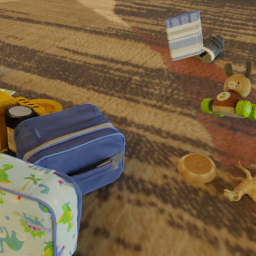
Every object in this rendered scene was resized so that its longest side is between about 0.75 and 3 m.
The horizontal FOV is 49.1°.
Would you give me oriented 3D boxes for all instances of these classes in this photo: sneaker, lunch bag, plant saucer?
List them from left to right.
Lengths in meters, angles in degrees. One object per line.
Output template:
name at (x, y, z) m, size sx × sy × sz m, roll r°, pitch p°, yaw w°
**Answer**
lunch bag at (-2.221, 1.632, 5.305) m, size 2.622 × 2.107 × 1.081 m, roll 12°, pitch 25°, yaw 16°
lunch bag at (-1.230, 0.667, 6.700) m, size 2.548 × 1.731 × 1.686 m, roll -20°, pitch 45°, yaw -24°
plant saucer at (1.860, 1.013, 7.491) m, size 1.050 × 0.186 × 1.050 m, roll 0°, pitch 40°, yaw 0°
sneaker at (3.290, -3.839, 12.660) m, size 2.100 × 0.798 × 1.517 m, roll 37°, pitch 63°, yaw 24°

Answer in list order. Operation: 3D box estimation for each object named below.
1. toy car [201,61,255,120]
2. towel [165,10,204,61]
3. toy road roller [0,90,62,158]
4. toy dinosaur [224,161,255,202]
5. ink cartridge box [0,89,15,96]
toy car at (3.104, -1.145, 8.186) m, size 1.297 × 1.644 × 1.350 m, roll 8°, pitch 2°, yaw -43°
towel at (1.758, -2.837, 8.678) m, size 1.072 × 1.460 × 0.174 m, roll -15°, pitch 42°, yaw 7°
toy road roller at (-3.033, -0.214, 8.009) m, size 2.501 × 1.537 × 1.826 m, roll 25°, pitch 31°, yaw 26°
toy dinosaur at (3.377, 1.331, 6.951) m, size 2.239 × 0.652 × 1.132 m, roll -8°, pitch 56°, yaw 1°
ink cartridge box at (-4.934, -0.936, 9.610) m, size 1.787 × 0.428 × 1.300 m, roll 14°, pitch 42°, yaw 16°
